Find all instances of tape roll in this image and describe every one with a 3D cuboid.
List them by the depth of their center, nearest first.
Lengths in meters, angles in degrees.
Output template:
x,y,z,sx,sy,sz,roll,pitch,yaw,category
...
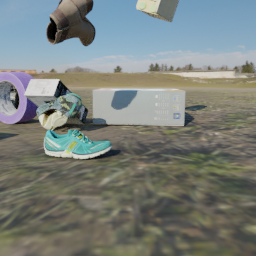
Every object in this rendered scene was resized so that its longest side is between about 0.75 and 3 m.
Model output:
x,y,z,sx,sy,sz,roll,pitch,yaw,category
-3.738,-1.007,9.242,1.678,1.678,0.713,4,12,23,tape roll

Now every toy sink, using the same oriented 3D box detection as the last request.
x,y,z,sx,sy,sz,roll,pitch,yaw,category
0.812,-3.582,7.700,0.805,0.936,1.436,24,20,19,toy sink

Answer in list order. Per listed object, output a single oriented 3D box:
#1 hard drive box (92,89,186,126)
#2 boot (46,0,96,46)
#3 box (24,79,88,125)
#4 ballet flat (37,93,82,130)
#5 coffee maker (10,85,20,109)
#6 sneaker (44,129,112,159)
x,y,z,sx,sy,sz,roll,pitch,yaw,category
0.360,-0.782,9.632,2.873,1.103,2.239,0,9,1,hard drive box
-1.229,-2.094,5.965,0.534,1.519,1.111,39,62,13,boot
-2.087,-0.743,8.435,1.053,0.543,1.806,4,-24,23,box
-2.063,-0.329,7.791,0.820,0.820,2.209,-8,-8,-38,ballet flat
-4.850,-1.104,11.809,1.791,1.207,1.721,5,-5,19,coffee maker
-0.966,0.289,5.288,1.330,0.530,0.515,2,11,7,sneaker
